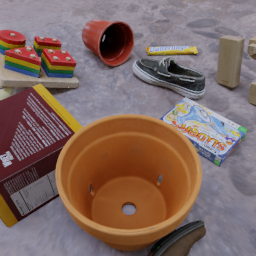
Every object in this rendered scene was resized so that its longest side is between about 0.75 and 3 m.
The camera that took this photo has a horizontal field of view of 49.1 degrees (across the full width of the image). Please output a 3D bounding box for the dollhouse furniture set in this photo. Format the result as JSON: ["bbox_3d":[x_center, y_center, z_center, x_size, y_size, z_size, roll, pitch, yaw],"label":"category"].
[{"bbox_3d":[4.492,-2.109,9.519,1.762,2.056,2.162,-26,37,-29],"label":"dollhouse furniture set"}]

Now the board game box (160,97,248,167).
[{"bbox_3d":[2.174,0.027,8.338,2.180,0.376,1.476,33,54,28],"label":"board game box"}]

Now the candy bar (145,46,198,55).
[{"bbox_3d":[1.779,-3.194,11.541,2.149,0.238,0.536,-1,46,-2],"label":"candy bar"}]

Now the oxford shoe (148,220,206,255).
[{"bbox_3d":[0.848,2.729,5.591,2.287,0.831,0.965,-32,71,-25],"label":"oxford shoe"}]

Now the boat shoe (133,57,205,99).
[{"bbox_3d":[1.457,-2.023,9.831,2.846,1.009,1.026,25,48,22],"label":"boat shoe"}]

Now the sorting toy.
[{"bbox_3d":[-3.291,-2.493,9.760,2.586,0.906,2.602,-5,42,-36],"label":"sorting toy"}]

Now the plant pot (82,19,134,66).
[{"bbox_3d":[-0.882,-3.465,10.932,1.655,1.655,1.609,-29,43,-25],"label":"plant pot"}]

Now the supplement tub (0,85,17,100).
[{"bbox_3d":[-4.197,-1.020,8.938,0.964,0.964,1.330,3,46,3],"label":"supplement tub"}]

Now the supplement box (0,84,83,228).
[{"bbox_3d":[-2.568,0.543,6.981,2.445,1.623,2.411,-30,53,-26],"label":"supplement box"}]

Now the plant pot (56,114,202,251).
[{"bbox_3d":[0.010,1.334,6.005,2.770,1.939,2.770,0,46,0],"label":"plant pot"}]
